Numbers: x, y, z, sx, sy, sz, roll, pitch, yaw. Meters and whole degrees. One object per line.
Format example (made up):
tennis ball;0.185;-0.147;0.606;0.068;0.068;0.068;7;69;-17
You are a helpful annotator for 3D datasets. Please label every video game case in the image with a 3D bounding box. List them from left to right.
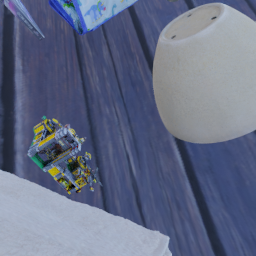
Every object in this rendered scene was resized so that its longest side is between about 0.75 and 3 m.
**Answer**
video game case;-2.508;-2.807;5.724;0.204;2.147;1.533;-34;88;-1

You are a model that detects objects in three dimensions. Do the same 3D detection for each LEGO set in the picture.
LEGO set;-0.996;0.392;5.002;0.870;1.502;1.155;-31;18;10

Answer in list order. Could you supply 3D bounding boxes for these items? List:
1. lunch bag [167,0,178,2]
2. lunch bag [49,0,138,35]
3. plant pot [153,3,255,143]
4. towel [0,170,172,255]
lunch bag;1.132;-3.775;5.493;1.939;1.627;1.351;-43;79;-9
lunch bag;-1.030;-4.033;7.034;2.274;2.674;1.704;-42;23;-23
plant pot;1.448;-1.192;5.116;2.502;1.680;2.502;-23;35;17
towel;-0.853;1.015;2.586;2.627;1.741;0.453;19;92;11
